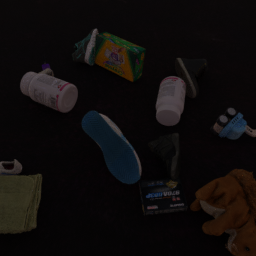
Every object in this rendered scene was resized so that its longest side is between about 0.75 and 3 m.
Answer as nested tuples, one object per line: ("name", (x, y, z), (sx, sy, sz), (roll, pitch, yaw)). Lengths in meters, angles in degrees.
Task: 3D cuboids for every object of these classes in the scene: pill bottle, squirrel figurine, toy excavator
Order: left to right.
("pill bottle", (-3.406, -1.593, 12.039), (2.226, 1.262, 1.262), (22, 53, 18))
("pill bottle", (1.781, -1.129, 11.725), (1.131, 1.131, 1.996), (9, 49, 8))
("toy excavator", (4.467, 0.007, 11.045), (1.743, 0.895, 1.792), (-38, 71, -26))
("squirrel figurine", (3.364, 2.531, 8.282), (2.400, 1.698, 2.240), (-27, 61, -18))

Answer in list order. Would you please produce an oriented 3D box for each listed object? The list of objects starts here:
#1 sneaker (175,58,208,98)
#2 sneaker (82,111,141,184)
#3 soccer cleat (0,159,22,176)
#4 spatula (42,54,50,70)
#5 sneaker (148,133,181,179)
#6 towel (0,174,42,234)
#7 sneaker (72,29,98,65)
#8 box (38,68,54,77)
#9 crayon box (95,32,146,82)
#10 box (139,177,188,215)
("sneaker", (3.174, -2.470, 12.963), (1.409, 0.992, 2.652), (-7, 48, -3))
("sneaker", (-0.420, 0.643, 10.093), (1.142, 1.205, 2.985), (-39, 72, 13))
("soccer cleat", (-4.572, 1.472, 9.748), (1.648, 0.711, 0.575), (-15, 51, -12))
("spatula", (-4.262, -3.367, 14.326), (0.377, 0.137, 1.333), (-15, 51, -13))
("sneaker", (1.309, 1.018, 10.043), (1.142, 0.762, 1.993), (-7, 44, 14))
("towel", (-4.099, 2.390, 8.788), (2.695, 0.492, 1.999), (-3, 49, 1))
("sneaker", (-2.206, -4.330, 14.639), (1.214, 1.032, 2.661), (3, 48, 7))
("box", (-4.070, -2.384, 13.279), (0.370, 0.444, 1.081), (35, 59, 26))
("crayon box", (-0.437, -3.435, 13.436), (2.505, 1.488, 0.730), (30, 45, 24))
("box", (1.140, 2.249, 9.324), (1.421, 0.327, 1.130), (-4, 49, -4))
